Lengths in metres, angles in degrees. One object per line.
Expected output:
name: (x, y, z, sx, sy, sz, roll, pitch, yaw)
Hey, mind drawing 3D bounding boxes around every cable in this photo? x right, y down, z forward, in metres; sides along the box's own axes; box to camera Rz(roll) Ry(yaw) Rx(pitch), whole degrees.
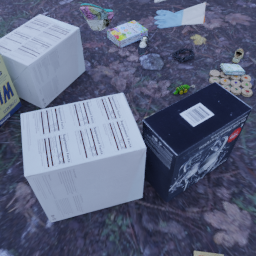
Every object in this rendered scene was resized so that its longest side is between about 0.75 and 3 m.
cable: (2.741, -3.594, 13.713, 1.064, 0.270, 0.868, -34, 53, -22)

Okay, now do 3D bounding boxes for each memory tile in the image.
memory tile: (4.539, -2.011, 12.426, 1.846, 0.155, 1.415, 10, 51, 9)

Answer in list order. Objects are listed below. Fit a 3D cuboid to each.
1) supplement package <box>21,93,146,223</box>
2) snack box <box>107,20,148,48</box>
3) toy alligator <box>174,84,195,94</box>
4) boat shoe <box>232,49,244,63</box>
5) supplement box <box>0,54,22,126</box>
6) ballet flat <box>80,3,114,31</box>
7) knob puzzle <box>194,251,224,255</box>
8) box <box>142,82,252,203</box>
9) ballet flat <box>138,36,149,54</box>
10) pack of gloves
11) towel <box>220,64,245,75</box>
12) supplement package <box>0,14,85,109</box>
supplement package: (-1.224, 0.902, 8.257, 2.944, 2.815, 2.165, -13, 51, -10)
snack box: (-0.034, -4.940, 14.651, 1.770, 0.469, 1.258, -28, 55, -21)
toy alligator: (2.454, -1.746, 12.107, 1.118, 0.303, 0.332, -22, 54, -18)
boat shoe: (5.383, -3.561, 13.587, 0.407, 0.348, 1.111, 21, 53, 17)
supplement box: (-6.031, -1.610, 10.303, 2.879, 2.882, 1.935, 20, 53, 16)
ballet flat: (-0.987, -3.681, 9.441, 0.741, 0.763, 2.145, 10, 20, 12)
knob puzzle: (2.198, 3.866, 7.547, 1.030, 0.143, 1.030, 0, 50, 0)
box: (1.963, 0.461, 8.747, 2.908, 2.648, 1.514, -28, 56, -21)
ballet flat: (0.765, -4.232, 14.090, 0.465, 0.465, 1.272, 13, 52, 10)
pack of gloves: (1.753, -4.121, 9.334, 1.872, 0.369, 1.573, 7, 92, 34)
towel: (4.773, -2.703, 12.820, 0.963, 0.232, 0.825, 3, 37, -2)
supplement package: (-3.641, -2.844, 11.748, 2.222, 2.238, 2.949, 25, 55, 19)
